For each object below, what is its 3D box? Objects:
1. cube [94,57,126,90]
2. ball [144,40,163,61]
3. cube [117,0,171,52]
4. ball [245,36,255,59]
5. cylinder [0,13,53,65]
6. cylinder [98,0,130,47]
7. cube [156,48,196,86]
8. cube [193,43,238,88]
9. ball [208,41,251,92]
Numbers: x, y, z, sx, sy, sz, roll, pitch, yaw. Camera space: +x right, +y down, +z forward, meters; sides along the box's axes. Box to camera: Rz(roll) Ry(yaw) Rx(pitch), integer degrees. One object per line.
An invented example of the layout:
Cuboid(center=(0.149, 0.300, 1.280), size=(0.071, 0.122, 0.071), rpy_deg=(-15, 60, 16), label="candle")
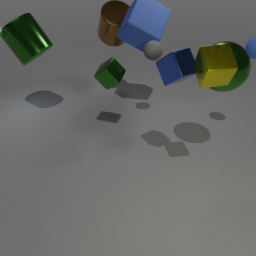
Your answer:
Cuboid(center=(-0.624, -1.886, 9.709), size=(0.700, 0.700, 0.700), rpy_deg=(-19, 37, 43), label="cube")
Cuboid(center=(0.910, -2.787, 10.088), size=(0.700, 0.700, 0.700), rpy_deg=(0, 30, 0), label="ball")
Cuboid(center=(0.596, -4.061, 10.975), size=(1.400, 1.400, 1.400), rpy_deg=(25, -14, -16), label="cube")
Cuboid(center=(4.079, -2.534, 8.829), size=(0.700, 0.700, 0.700), rpy_deg=(0, 30, 0), label="ball")
Cuboid(center=(-3.801, -3.320, 10.525), size=(1.400, 1.400, 1.400), rpy_deg=(-31, 19, 12), label="cylinder")
Cuboid(center=(-0.566, -4.559, 12.293), size=(1.400, 1.400, 1.400), rpy_deg=(4, 70, -11), label="cylinder")
Cuboid(center=(1.292, -1.598, 7.359), size=(0.700, 0.700, 0.700), rpy_deg=(-21, 0, -35), label="cube")
Cuboid(center=(1.993, -1.424, 6.466), size=(0.700, 0.700, 0.700), rpy_deg=(-8, 67, -4), label="cube")
Cuboid(center=(2.717, -1.719, 7.912), size=(1.400, 1.400, 1.400), rpy_deg=(0, 30, 0), label="ball")
